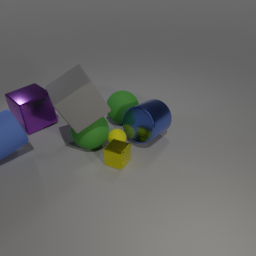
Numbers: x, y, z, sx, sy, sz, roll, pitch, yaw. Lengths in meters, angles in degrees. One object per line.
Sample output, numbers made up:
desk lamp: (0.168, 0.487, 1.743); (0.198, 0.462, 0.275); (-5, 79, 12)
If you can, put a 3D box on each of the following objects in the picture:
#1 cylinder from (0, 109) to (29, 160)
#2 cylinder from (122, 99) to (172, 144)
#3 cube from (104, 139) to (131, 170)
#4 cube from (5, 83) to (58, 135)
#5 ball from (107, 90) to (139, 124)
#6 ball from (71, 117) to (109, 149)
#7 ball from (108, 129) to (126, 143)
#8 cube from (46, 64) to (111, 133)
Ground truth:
cylinder: (-4.434, 0.280, 9.694); (1.400, 1.400, 1.400); (-36, 45, -24)
cylinder: (0.735, -0.278, 10.644); (1.400, 1.400, 1.400); (21, 28, 29)
cube: (-0.358, 0.902, 9.660); (0.700, 0.700, 0.700); (15, 35, 22)
cube: (-3.994, -0.827, 11.635); (1.400, 1.400, 1.400); (-30, 43, -33)
ball: (-0.227, -0.879, 11.829); (1.400, 1.400, 1.400); (0, 33, 0)
ball: (-1.402, 0.069, 10.307); (1.400, 1.400, 1.400); (0, 33, 0)
ball: (-0.409, 0.375, 10.480); (0.700, 0.700, 0.700); (0, 33, 0)
cube: (-1.660, -0.981, 9.333); (1.400, 1.400, 1.400); (-34, 43, -1)
